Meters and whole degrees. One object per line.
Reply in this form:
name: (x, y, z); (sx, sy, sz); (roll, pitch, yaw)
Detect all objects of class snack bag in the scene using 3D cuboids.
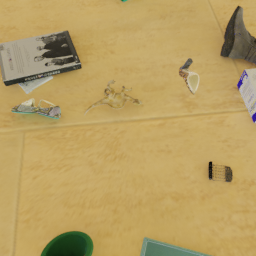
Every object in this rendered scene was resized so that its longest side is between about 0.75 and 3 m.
snack bag: (-3.571, -1.930, 10.477); (1.213, 0.138, 1.287); (-37, 63, -20)

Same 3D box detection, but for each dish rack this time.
dish rack: (2.816, 1.354, 8.537); (0.760, 0.207, 0.583); (7, 61, 4)

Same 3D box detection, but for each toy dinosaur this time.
toy dinosaur: (-0.556, -1.070, 9.728); (2.084, 0.607, 1.054); (-8, 61, -5)

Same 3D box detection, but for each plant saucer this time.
plant saucer: (1.358, 3.474, 7.312); (2.095, 0.199, 0.732); (12, 60, 8)

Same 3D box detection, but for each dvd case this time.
dvd case: (-3.411, -2.746, 10.713); (2.825, 0.349, 2.123); (-16, 58, -12)

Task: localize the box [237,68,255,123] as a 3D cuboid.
box: (4.883, -1.166, 9.591); (1.594, 0.910, 1.734); (-7, 59, -5)

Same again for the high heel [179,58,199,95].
high heel: (1.519, -1.198, 7.120); (0.340, 0.679, 0.953); (-1, 74, -12)

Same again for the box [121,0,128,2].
box: (-0.447, -7.174, 13.275); (1.591, 0.656, 2.712); (-34, 68, -17)

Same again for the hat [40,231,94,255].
hat: (-1.497, 3.719, 7.187); (1.309, 1.391, 1.580); (8, 30, 30)

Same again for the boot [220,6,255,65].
boot: (4.753, -3.627, 11.173); (1.677, 0.889, 2.548); (16, 72, 6)

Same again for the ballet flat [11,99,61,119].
ballet flat: (-3.086, -0.698, 9.484); (1.693, 0.609, 0.609); (8, 60, 1)
